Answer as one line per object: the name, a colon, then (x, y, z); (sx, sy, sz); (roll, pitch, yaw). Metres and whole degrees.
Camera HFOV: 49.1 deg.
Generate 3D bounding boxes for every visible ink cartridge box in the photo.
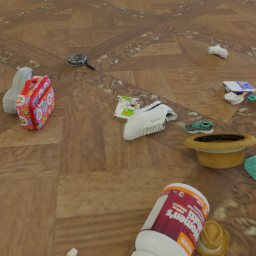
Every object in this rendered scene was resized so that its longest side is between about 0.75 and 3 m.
ink cartridge box: (4.884, -1.752, 12.339); (1.107, 0.242, 1.117); (1, 29, -4)

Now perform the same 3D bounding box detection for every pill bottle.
pill bottle: (0.985, 2.586, 6.707); (1.308, 1.308, 2.387); (20, 44, 21)

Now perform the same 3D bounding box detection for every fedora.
fedora: (2.125, 2.752, 7.186); (1.063, 0.434, 1.063); (0, 42, 0)
fedora: (2.909, 0.719, 8.869); (2.233, 0.911, 2.233); (-6, 8, 1)

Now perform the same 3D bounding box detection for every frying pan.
frying pan: (-2.486, -3.360, 14.362); (1.116, 0.300, 1.845); (-17, 41, -18)

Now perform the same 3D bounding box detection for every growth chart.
growth chart: (-0.008, -0.836, 11.549); (1.075, 0.132, 1.486); (5, 42, 4)

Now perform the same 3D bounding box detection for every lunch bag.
lunch bag: (-3.490, -1.076, 10.583); (0.806, 1.733, 1.968); (6, 41, 6)

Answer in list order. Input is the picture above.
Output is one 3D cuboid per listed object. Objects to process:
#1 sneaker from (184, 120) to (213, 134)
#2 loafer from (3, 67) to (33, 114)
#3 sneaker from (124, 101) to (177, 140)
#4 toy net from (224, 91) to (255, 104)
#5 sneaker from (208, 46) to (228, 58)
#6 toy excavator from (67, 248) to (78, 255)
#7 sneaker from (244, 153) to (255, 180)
sneaker: (2.629, -0.089, 10.403); (1.077, 0.491, 0.418); (1, 41, 2)
loafer: (-4.390, -1.613, 11.871); (1.014, 1.016, 2.907); (7, 43, -8)
sneaker: (0.807, -0.203, 10.298); (0.949, 0.901, 2.358); (37, 53, 25)
toy net: (5.044, -1.144, 11.742); (1.996, 0.385, 1.047); (-4, 45, -2)
sneaker: (4.759, -4.047, 15.026); (0.722, 0.460, 1.249); (-10, 33, -9)
toy excavator: (-0.896, 3.336, 6.454); (0.565, 1.132, 1.101); (-37, 97, -36)
sneaker: (5.095, 1.094, 8.782); (2.911, 1.129, 1.328); (1, 18, 6)
